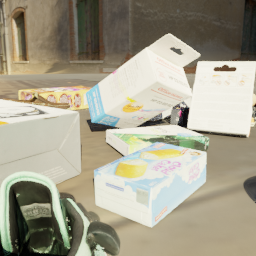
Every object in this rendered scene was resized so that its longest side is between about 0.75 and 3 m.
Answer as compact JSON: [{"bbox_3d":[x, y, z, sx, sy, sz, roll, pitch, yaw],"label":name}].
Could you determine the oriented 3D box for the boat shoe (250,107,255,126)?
[{"bbox_3d":[3.652,-0.457,8.720,0.645,0.538,1.730,2,12,18],"label":"boat shoe"}]

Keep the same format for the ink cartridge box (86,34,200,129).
[{"bbox_3d":[0.423,-0.909,6.556,2.558,0.868,1.473,-29,-25,35],"label":"ink cartridge box"}]

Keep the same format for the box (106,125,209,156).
[{"bbox_3d":[0.595,0.258,6.074,1.846,0.335,1.333,-5,14,-23],"label":"box"}]

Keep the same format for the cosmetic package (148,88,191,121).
[{"bbox_3d":[1.088,-0.921,9.820,1.302,0.948,2.561,10,18,36],"label":"cosmetic package"}]

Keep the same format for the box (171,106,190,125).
[{"bbox_3d":[1.627,-0.386,8.548,0.402,0.463,0.757,8,15,30],"label":"box"}]

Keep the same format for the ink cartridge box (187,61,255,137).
[{"bbox_3d":[2.406,-0.764,7.206,1.503,1.853,0.465,7,-10,27],"label":"ink cartridge box"}]

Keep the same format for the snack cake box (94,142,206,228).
[{"bbox_3d":[0.378,0.679,3.901,0.888,0.519,1.544,8,16,36],"label":"snack cake box"}]

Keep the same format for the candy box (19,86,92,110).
[{"bbox_3d":[-2.669,-1.179,11.231,2.834,0.800,1.653,-13,19,-38],"label":"candy box"}]

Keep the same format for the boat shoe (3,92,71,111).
[{"bbox_3d":[-2.974,-0.773,9.311,2.333,0.863,0.862,-11,17,-40],"label":"boat shoe"}]

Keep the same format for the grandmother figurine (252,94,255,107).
[{"bbox_3d":[4.641,-0.816,9.322,2.300,0.696,1.395,8,2,-13],"label":"grandmother figurine"}]

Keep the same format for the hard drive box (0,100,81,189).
[{"bbox_3d":[-2.539,0.246,4.479,2.861,1.099,2.230,10,16,36],"label":"hard drive box"}]

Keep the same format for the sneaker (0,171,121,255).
[{"bbox_3d":[-0.491,0.769,1.987,0.765,1.226,2.078,-5,13,-13],"label":"sneaker"}]

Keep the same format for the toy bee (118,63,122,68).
[{"bbox_3d":[0.465,-1.959,13.986,2.631,1.430,1.722,26,9,2],"label":"toy bee"}]
